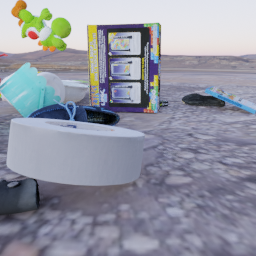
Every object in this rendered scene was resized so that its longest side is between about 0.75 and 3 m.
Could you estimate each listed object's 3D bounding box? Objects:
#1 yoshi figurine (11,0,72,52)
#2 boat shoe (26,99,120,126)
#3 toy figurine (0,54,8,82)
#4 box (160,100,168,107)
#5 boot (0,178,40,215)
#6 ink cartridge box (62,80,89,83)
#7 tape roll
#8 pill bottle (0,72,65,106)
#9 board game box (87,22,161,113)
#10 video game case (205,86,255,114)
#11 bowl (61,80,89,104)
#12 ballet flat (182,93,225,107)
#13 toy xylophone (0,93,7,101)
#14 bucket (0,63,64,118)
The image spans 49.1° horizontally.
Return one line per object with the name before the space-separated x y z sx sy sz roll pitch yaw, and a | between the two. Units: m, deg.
yoshi figurine | -2.774 -3.508 9.517 2.267 1.269 1.274 37 36 16
boat shoe | -1.175 -0.251 6.444 2.311 0.972 0.793 -17 10 -43
toy figurine | -4.048 -0.451 7.166 1.581 1.795 2.997 5 55 -12
box | 0.952 -0.994 11.161 0.930 0.229 0.963 -12 19 -35
boot | -1.676 0.896 2.984 1.407 0.462 1.160 0 15 -17
ink cartridge box | -3.034 -1.746 12.907 2.299 0.871 1.699 -6 14 -28
tape roll | -0.743 0.277 4.196 1.948 0.644 1.948 7 4 0
pill bottle | -3.522 -1.318 10.025 2.512 1.398 1.398 11 17 41
board game box | -0.102 -2.019 9.614 2.414 2.920 0.828 3 15 11
video game case | 3.789 -1.056 10.204 1.825 0.162 1.306 28 24 19
bowl | -2.550 -1.403 11.229 1.896 0.852 1.896 9 11 -2
ballet flat | 2.947 -1.032 11.113 1.791 0.509 0.595 9 59 38
toy xylophone | -5.887 -1.703 13.347 1.633 0.560 2.230 -5 14 -19
bucket | -2.580 -0.838 7.466 1.026 1.578 1.578 -43 28 -13
